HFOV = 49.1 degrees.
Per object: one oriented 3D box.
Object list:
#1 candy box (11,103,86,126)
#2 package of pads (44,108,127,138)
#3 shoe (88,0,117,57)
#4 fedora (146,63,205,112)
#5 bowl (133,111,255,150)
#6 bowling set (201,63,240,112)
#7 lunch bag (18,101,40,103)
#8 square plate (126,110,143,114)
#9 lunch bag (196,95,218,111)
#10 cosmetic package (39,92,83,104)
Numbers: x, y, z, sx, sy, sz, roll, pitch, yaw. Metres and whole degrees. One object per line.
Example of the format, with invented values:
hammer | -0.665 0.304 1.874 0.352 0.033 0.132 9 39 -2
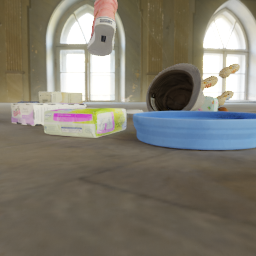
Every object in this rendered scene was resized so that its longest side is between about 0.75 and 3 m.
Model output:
candy box | -2.852 -0.536 10.098 2.069 0.740 1.736 -6 8 -44
package of pads | -1.010 -0.202 7.449 1.523 0.672 1.971 2 7 21
shoe | -0.875 -3.581 10.061 0.929 1.183 2.602 8 -12 -10
fedora | 1.914 -1.162 10.499 1.174 2.299 2.600 19 -16 -41
bowl | 1.603 -0.027 6.306 3.002 0.589 3.002 0 7 0
bowling set | 3.424 -1.185 11.273 1.537 1.993 2.863 -26 -3 -43
lunch bag | -4.185 -0.677 11.646 1.063 0.703 0.722 1 23 -1
square plate | 0.292 -0.958 16.377 1.278 0.184 1.290 0 6 0
lunch bag | 2.795 -0.753 10.896 1.303 1.045 0.502 12 17 37
cosmetic package | -3.246 -1.187 13.821 0.838 1.240 2.358 5 9 27
